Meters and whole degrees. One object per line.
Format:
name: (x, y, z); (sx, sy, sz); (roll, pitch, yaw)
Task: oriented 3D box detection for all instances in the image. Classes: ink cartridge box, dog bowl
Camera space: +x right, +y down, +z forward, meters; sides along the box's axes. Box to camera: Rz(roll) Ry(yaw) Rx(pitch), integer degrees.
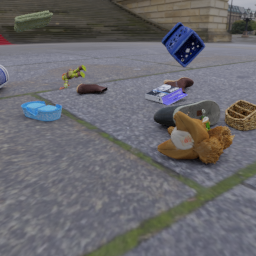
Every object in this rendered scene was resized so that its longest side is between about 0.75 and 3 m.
ink cartridge box: (1.984, -1.743, 14.442); (1.590, 0.348, 1.605); (-28, 35, -34)
dog bowl: (-3.686, -0.723, 11.994); (1.929, 0.478, 1.075); (13, 25, 28)

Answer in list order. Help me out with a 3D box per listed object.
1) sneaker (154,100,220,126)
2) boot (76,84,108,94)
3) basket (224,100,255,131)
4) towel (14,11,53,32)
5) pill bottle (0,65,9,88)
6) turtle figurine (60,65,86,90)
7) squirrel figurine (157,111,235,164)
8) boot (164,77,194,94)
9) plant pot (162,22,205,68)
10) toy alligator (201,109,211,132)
sneaker: (2.358, -0.594, 10.998); (2.662, 0.996, 1.414); (-4, 6, -35)
boot: (-1.990, -2.170, 15.528); (1.250, 0.544, 1.503); (9, 20, 26)
basket: (4.358, -0.523, 10.899); (0.875, 0.914, 1.226); (-6, 23, -15)
towel: (-3.417, -3.837, 10.105); (1.338, 0.244, 0.993); (-21, 3, -24)
pill bottle: (-7.750, -2.677, 15.556); (1.448, 1.448, 2.608); (-2, 22, -5)
turtle figurine: (-2.273, -2.190, 11.384); (1.163, 0.465, 1.443); (-16, 37, 25)
squirrel figurine: (2.200, 0.291, 8.751); (1.978, 1.400, 1.846); (25, 19, 21)
boot: (3.040, -2.282, 15.989); (1.922, 0.695, 1.599); (-2, 34, -9)
plant pot: (2.010, -3.160, 10.501); (1.143, 1.143, 1.028); (22, 28, -50)
toy alligator: (2.824, -0.171, 10.281); (0.345, 1.040, 0.250); (6, -25, -40)
